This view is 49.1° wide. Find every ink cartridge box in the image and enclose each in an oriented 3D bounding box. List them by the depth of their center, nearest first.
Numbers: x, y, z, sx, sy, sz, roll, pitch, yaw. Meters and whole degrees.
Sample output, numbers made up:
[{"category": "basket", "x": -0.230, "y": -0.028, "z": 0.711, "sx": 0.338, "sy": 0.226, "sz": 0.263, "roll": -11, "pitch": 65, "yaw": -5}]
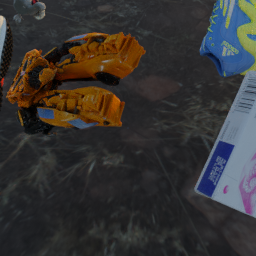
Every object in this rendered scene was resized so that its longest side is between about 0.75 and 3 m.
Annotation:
[{"category": "ink cartridge box", "x": 2.177, "y": 0.425, "z": 4.624, "sx": 0.441, "sy": 2.034, "sz": 1.997, "roll": 20, "pitch": 85, "yaw": 53}]

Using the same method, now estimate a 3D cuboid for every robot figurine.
[{"category": "robot figurine", "x": -1.192, "y": -0.885, "z": 5.266, "sx": 2.972, "sy": 0.865, "sz": 2.154, "roll": 5, "pitch": 70, "yaw": 38}]

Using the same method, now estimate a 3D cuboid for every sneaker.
[{"category": "sneaker", "x": -2.431, "y": -0.931, "z": 4.430, "sx": 0.919, "sy": 0.692, "sz": 1.966, "roll": 9, "pitch": 82, "yaw": -14}, {"category": "sneaker", "x": 2.375, "y": -2.580, "z": 6.796, "sx": 1.526, "sy": 1.100, "sz": 2.906, "roll": -20, "pitch": 93, "yaw": 3}]

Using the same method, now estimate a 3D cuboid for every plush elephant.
[{"category": "plush elephant", "x": -2.884, "y": -3.727, "z": 8.304, "sx": 0.977, "sy": 1.186, "sz": 0.919, "roll": 40, "pitch": 43, "yaw": -18}]
